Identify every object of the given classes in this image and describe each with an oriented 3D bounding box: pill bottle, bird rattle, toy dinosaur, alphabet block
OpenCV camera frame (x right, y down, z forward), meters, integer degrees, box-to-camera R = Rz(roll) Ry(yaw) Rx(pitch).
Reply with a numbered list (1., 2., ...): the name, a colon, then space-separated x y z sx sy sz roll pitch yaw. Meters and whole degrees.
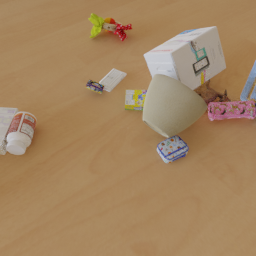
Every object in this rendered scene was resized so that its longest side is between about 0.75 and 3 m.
1. pill bottle: -4.122 0.210 10.790 0.884 0.884 1.575 1 51 1
2. bird rattle: -0.967 -5.740 15.540 2.396 1.350 1.954 1 34 -3
3. toy dinosaur: 3.521 -1.328 12.072 1.971 0.846 1.336 -29 56 -22
4. alphabet block: 6.435 -1.562 11.349 2.320 2.279 2.266 -17 54 -14

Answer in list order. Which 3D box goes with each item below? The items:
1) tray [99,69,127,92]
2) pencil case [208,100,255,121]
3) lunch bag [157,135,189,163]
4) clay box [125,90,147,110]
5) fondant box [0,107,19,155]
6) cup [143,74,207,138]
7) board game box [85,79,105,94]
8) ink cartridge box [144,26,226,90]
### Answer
1. tray: -0.772 -2.347 13.351 0.808 0.167 1.506 25 55 20
2. pencil case: 4.285 -0.715 11.622 1.936 0.838 0.802 -2 87 -1
3. lunch bag: 1.720 0.805 10.610 1.118 0.423 0.896 -24 56 -17
4. clay box: 0.690 -1.214 12.264 1.619 0.385 0.930 3 54 1
5. fondant box: -5.306 0.055 11.115 1.425 0.575 1.976 4 50 3
6. cup: 1.523 -0.669 10.745 2.405 2.405 1.720 33 86 24
7. board game box: -1.471 -1.869 12.604 0.775 0.220 0.641 21 27 -8
8. ink cartridge box: 2.463 -2.890 12.138 2.635 1.924 1.934 -33 26 -20
